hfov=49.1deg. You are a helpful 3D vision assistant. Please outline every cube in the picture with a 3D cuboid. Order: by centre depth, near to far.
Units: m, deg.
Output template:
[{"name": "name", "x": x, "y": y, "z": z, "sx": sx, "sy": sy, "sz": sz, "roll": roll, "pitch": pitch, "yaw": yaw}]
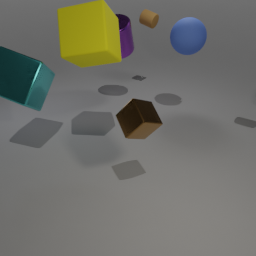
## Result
[{"name": "cube", "x": 0.264, "y": -0.203, "z": 6.765, "sx": 0.700, "sy": 0.700, "sz": 0.700, "roll": 4, "pitch": 53, "yaw": -46}, {"name": "cube", "x": -1.089, "y": -2.684, "z": 8.241, "sx": 1.400, "sy": 1.400, "sz": 1.400, "roll": -5, "pitch": -1, "yaw": 15}, {"name": "cube", "x": -3.352, "y": -1.481, "z": 8.793, "sx": 1.400, "sy": 1.400, "sz": 1.400, "roll": 21, "pitch": -3, "yaw": 2}]

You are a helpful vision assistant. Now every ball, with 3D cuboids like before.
[{"name": "ball", "x": 2.345, "y": -3.564, "z": 10.912, "sx": 1.400, "sy": 1.400, "sz": 1.400, "roll": 0, "pitch": 29, "yaw": 0}]

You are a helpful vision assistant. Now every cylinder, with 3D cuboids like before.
[{"name": "cylinder", "x": -0.497, "y": -3.983, "z": 12.258, "sx": 1.400, "sy": 1.400, "sz": 1.400, "roll": -5, "pitch": 52, "yaw": 6}, {"name": "cylinder", "x": 1.017, "y": -5.260, "z": 13.500, "sx": 0.700, "sy": 0.700, "sz": 0.700, "roll": 32, "pitch": 40, "yaw": 20}]
